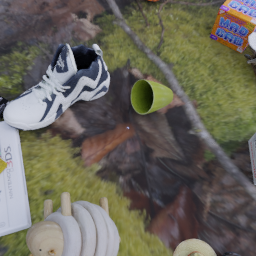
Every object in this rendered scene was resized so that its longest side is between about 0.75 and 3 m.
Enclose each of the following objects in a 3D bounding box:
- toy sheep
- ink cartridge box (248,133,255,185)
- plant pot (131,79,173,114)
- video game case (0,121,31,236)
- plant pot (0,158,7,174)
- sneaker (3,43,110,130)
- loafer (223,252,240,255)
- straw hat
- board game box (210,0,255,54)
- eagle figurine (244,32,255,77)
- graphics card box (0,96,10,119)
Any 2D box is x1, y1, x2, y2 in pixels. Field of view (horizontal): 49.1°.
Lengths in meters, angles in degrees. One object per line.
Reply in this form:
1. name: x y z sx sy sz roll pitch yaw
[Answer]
1. toy sheep: -0.869 2.027 5.189 1.499 2.175 1.499 -17 64 40
2. ink cartridge box: 3.276 0.490 6.086 0.679 1.623 1.177 2 64 4
3. plant pot: 0.680 -0.788 7.056 0.903 0.845 0.845 -6 59 -39
4. video game case: -3.883 1.332 6.373 2.956 0.350 2.691 -15 65 -7
5. plant pot: -3.612 0.742 5.849 1.289 1.137 1.289 31 66 14
6. sneaker: -1.730 -1.136 6.657 2.847 1.852 1.136 -22 64 -16
7. loafer: 1.928 3.335 5.176 0.721 0.716 1.980 14 65 4
8. straw hat: 1.414 2.764 5.627 1.039 0.440 1.039 0 64 1
9. board game box: 3.257 -3.115 8.149 1.100 1.100 1.101 34 69 17
10. eagle figurine: 4.327 -2.158 7.406 1.675 2.208 1.666 59 30 -9
11. graphics card box: -3.524 -0.637 7.431 0.806 0.205 0.505 27 66 14
